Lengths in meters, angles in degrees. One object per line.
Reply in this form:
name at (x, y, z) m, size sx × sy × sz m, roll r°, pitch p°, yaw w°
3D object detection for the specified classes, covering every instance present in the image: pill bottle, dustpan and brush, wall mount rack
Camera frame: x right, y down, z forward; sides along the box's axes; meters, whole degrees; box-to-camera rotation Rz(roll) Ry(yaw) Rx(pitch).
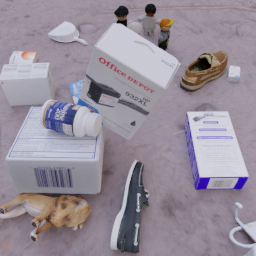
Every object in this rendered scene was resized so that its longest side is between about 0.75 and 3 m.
pill bottle at (-1.610, -0.241, 8.032) m, size 1.599 × 0.887 × 0.887 m, roll 13°, pitch 50°, yaw 13°
dustpan and brush at (-2.935, -4.806, 14.606) m, size 2.060 × 0.589 × 1.437 m, roll 24°, pitch 57°, yaw 28°
wall mount rack at (4.061, 2.606, 7.393) m, size 2.494 × 0.930 × 2.167 m, roll -11°, pitch 19°, yaw -10°

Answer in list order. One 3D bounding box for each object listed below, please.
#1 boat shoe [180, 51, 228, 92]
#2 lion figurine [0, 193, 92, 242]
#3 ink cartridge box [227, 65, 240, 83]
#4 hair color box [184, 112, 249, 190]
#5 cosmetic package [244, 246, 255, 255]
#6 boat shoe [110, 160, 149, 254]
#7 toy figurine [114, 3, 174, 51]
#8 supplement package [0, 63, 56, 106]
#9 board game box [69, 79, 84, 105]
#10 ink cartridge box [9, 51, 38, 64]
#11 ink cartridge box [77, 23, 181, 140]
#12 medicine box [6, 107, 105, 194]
boat shoe at (3.482, -2.712, 12.320) m, size 1.127 × 1.100 × 2.979 m, roll 35°, pitch 57°, yaw 26°
lion figurine at (-2.554, 2.283, 8.038) m, size 2.760 × 1.000 × 1.690 m, roll 16°, pitch 26°, yaw 21°
ink cartridge box at (4.773, -2.439, 12.628) m, size 0.480 × 0.283 × 0.834 m, roll 13°, pitch 50°, yaw 11°
hair color box at (2.871, 0.689, 9.517) m, size 1.506 × 0.893 × 2.756 m, roll 0°, pitch 51°, yaw 1°
cosmetic package at (3.385, 3.973, 6.145) m, size 1.628 × 1.638 × 1.957 m, roll 8°, pitch 49°, yaw 7°
boat shoe at (0.218, 2.221, 8.168) m, size 0.816 × 1.023 × 2.705 m, roll 10°, pitch 61°, yaw 10°
toy figurine at (0.722, -4.927, 13.802) m, size 2.522 × 1.782 × 2.562 m, roll -16°, pitch 51°, yaw -14°
supplement package at (-3.969, -1.740, 11.276) m, size 1.792 × 1.396 × 0.994 m, roll -3°, pitch 49°, yaw -3°
board game box at (-1.845, -1.514, 11.586) m, size 0.993 × 0.217 × 0.998 m, roll -21°, pitch 69°, yaw -5°
ink cartridge box at (-5.012, -3.057, 13.130) m, size 1.168 × 0.361 × 1.440 m, roll 4°, pitch 46°, yaw 4°
ink cartridge box at (-0.145, -1.129, 7.798) m, size 1.990 × 2.743 × 1.148 m, roll 31°, pitch 55°, yaw -2°
medicine box at (-2.045, 0.586, 8.869) m, size 2.496 × 1.410 × 2.740 m, roll 1°, pitch 36°, yaw -1°
